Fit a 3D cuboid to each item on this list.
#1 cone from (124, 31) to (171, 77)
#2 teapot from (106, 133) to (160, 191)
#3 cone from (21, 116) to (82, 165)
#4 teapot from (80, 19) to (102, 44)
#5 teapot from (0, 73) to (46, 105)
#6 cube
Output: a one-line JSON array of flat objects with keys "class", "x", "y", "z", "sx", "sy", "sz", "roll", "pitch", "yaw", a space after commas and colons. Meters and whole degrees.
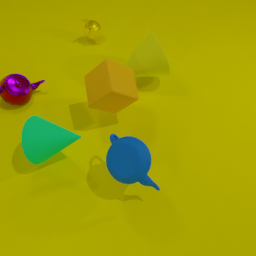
[{"class": "cone", "x": 0.269, "y": -1.843, "z": 8.197, "sx": 1.433, "sy": 1.427, "sz": 1.427, "roll": -28, "pitch": 59, "yaw": -2}, {"class": "teapot", "x": 0.101, "y": 0.744, "z": 6.165, "sx": 1.028, "sy": 0.809, "sz": 1.653, "roll": -44, "pitch": 70, "yaw": 14}, {"class": "cone", "x": -1.649, "y": 0.250, "z": 6.665, "sx": 1.202, "sy": 1.197, "sz": 1.197, "roll": -4, "pitch": 54, "yaw": 16}, {"class": "teapot", "x": -1.253, "y": -3.334, "z": 9.539, "sx": 0.659, "sy": 1.061, "sz": 0.519, "roll": -6, "pitch": 45, "yaw": 35}, {"class": "teapot", "x": -3.152, "y": -1.168, "z": 8.057, "sx": 1.519, "sy": 0.744, "sz": 0.945, "roll": -15, "pitch": 81, "yaw": -33}, {"class": "cube", "x": -0.432, "y": -1.039, "z": 7.200, "sx": 0.939, "sy": 0.939, "sz": 0.939, "roll": 11, "pitch": 60, "yaw": -44}]
